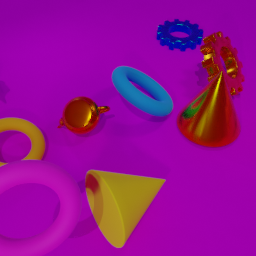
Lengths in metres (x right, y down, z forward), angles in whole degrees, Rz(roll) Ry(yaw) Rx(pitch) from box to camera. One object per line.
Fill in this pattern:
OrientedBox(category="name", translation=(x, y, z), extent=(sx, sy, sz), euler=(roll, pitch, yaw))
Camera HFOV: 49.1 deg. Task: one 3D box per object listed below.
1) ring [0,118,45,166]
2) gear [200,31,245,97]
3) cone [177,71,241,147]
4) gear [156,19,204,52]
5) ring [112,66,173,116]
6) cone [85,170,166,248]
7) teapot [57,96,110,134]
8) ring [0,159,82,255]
OrientedBox(category="ring", translation=(-2.770, 0.423, 6.613), extent=(1.565, 0.313, 1.565), euler=(8, 55, -12))
OrientedBox(category="gear", translation=(2.667, -1.767, 7.814), extent=(0.333, 1.801, 1.801), euler=(-17, 34, 45))
OrientedBox(category="cone", translation=(2.110, -0.699, 6.833), extent=(1.663, 1.670, 1.663), euler=(-1, 47, 1))
OrientedBox(category="gear", translation=(1.846, -3.342, 10.015), extent=(1.630, 0.302, 1.630), euler=(0, 50, 0))
OrientedBox(category="ring", translation=(0.399, -0.991, 7.393), extent=(1.854, 0.371, 1.854), euler=(28, 28, -16))
OrientedBox(category="cone", translation=(0.156, 1.292, 5.529), extent=(1.497, 1.492, 1.492), euler=(-18, 51, -28))
OrientedBox(category="teapot", translation=(-1.186, -0.280, 7.089), extent=(1.547, 0.758, 0.962), euler=(-18, 79, 7))
OrientedBox(category="ring", translation=(-1.275, 1.057, 3.533), extent=(1.405, 1.405, 0.281), euler=(-21, 25, -17))
